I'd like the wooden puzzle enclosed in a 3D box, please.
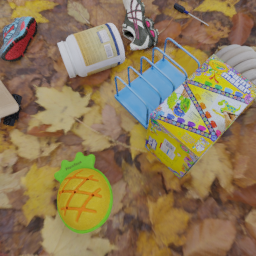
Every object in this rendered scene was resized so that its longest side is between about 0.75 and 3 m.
[{"bbox_3d":[-4.943,-0.925,9.607,1.732,0.349,1.873,-27,64,-30],"label":"wooden puzzle"}]

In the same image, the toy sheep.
[{"bbox_3d":[3.951,-1.871,9.834,2.011,2.011,2.917,-19,53,-7],"label":"toy sheep"}]

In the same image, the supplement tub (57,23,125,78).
[{"bbox_3d":[-1.349,-2.817,10.344,2.165,1.563,1.563,-21,70,-8],"label":"supplement tub"}]

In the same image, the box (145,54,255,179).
[{"bbox_3d":[2.086,-0.183,8.638,2.700,2.803,1.710,-43,74,-15],"label":"box"}]

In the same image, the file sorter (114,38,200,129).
[{"bbox_3d":[0.989,-1.632,9.838,2.561,1.571,1.777,-39,70,-14],"label":"file sorter"}]

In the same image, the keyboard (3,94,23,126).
[{"bbox_3d":[-4.127,-0.661,10.057,0.614,0.234,1.181,11,82,14],"label":"keyboard"}]

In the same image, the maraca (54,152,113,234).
[{"bbox_3d":[-1.428,1.924,8.646,1.784,1.392,2.603,-26,56,0],"label":"maraca"}]

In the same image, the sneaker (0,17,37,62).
[{"bbox_3d":[-4.515,-3.524,11.103,1.080,0.896,2.260,14,60,12],"label":"sneaker"}]

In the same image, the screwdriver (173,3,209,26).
[{"bbox_3d":[2.676,-4.789,11.816,1.771,0.258,0.247,36,74,17],"label":"screwdriver"}]

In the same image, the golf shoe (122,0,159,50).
[{"bbox_3d":[0.208,-4.378,11.276,1.216,1.066,2.761,-23,70,-1],"label":"golf shoe"}]
